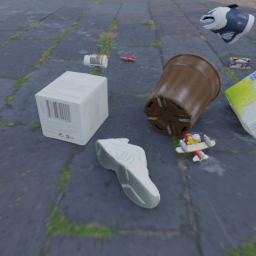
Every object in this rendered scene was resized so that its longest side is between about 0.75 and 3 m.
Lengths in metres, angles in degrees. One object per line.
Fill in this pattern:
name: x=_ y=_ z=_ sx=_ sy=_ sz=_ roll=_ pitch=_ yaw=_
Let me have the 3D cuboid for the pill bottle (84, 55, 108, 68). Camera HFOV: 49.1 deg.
pill bottle: x=-1.251 y=-2.595 z=10.881 sx=0.837 sy=0.487 sz=0.487 roll=7 pitch=35 yaw=10

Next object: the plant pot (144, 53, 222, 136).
plant pot: x=1.830 y=-1.068 z=10.016 sx=2.326 sy=2.326 sz=2.303 roll=18 pitch=50 yaw=25

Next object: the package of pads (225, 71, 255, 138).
package of pads: x=4.910 y=-1.050 z=10.324 sx=2.084 sy=0.920 sz=2.697 roll=-35 pitch=28 yaw=20

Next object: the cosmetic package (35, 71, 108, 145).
cosmetic package: x=-1.884 y=-0.778 z=10.024 sx=1.708 sy=1.709 sz=2.072 roll=13 pitch=37 yaw=17

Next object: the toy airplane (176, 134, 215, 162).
toy airplane: x=2.160 y=0.557 z=8.950 sx=1.043 sy=0.739 sz=1.047 roll=18 pitch=38 yaw=23

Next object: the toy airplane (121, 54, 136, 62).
toy airplane: x=0.087 y=-4.007 z=16.098 sx=1.027 sy=0.189 sz=1.027 roll=-1 pitch=34 yaw=0

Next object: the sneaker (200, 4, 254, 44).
sneaker: x=2.566 y=-2.875 z=7.741 sx=1.222 sy=0.673 sz=1.669 roll=14 pitch=6 yaw=-2

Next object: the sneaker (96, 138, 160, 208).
sneaker: x=0.138 y=1.055 z=7.998 sx=1.164 sy=1.022 sz=2.905 roll=-16 pitch=37 yaw=-26

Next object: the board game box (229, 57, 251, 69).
board game box: x=6.132 y=-3.560 z=15.350 sx=1.061 sy=0.301 sz=0.877 roll=8 pitch=34 yaw=11
